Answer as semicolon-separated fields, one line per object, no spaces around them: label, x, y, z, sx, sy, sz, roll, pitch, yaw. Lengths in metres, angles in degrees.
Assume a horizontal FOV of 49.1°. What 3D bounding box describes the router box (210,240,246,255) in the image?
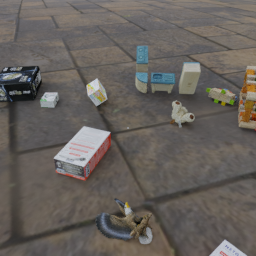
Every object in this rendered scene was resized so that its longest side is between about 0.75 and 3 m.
router box;1.987;3.261;4.708;1.900;0.517;2.117;-26;41;-33

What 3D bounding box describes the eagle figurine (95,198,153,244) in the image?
eagle figurine;-0.017;2.101;6.431;1.201;0.907;0.912;-9;-24;44

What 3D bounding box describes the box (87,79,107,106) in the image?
box;-1.299;-1.490;11.626;0.553;0.614;1.092;-32;33;8

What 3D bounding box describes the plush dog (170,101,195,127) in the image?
plush dog;1.977;-0.503;10.412;0.992;0.796;0.852;45;32;11

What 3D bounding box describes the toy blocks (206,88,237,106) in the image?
toy blocks;4.036;-1.401;11.814;1.246;0.623;0.852;27;31;33

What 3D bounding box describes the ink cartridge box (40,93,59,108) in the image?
ink cartridge box;-3.240;-1.165;11.582;0.554;0.319;0.760;1;33;1

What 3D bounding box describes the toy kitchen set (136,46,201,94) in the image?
toy kitchen set;1.639;-2.761;12.148;2.582;1.521;2.068;2;62;1

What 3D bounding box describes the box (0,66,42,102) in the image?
box;-4.816;-1.994;12.357;1.600;0.841;1.953;-3;34;-3

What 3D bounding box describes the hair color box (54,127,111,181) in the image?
hair color box;-1.324;0.713;8.526;0.995;0.574;1.795;13;34;17

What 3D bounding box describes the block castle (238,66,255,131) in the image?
block castle;4.790;-1.092;10.220;1.146;1.632;2.443;10;39;15
